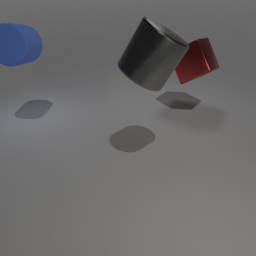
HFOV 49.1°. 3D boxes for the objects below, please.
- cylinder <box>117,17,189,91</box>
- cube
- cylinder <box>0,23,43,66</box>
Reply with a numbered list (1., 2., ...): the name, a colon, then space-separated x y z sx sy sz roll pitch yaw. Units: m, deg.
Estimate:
1. cylinder: 0.646 -1.926 7.386 1.400 1.400 1.400 26 28 -15
2. cube: 2.820 -2.846 11.885 1.400 1.400 1.400 -20 6 36
3. cylinder: -3.977 -2.981 10.004 1.400 1.400 1.400 2 18 4
